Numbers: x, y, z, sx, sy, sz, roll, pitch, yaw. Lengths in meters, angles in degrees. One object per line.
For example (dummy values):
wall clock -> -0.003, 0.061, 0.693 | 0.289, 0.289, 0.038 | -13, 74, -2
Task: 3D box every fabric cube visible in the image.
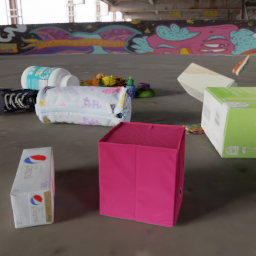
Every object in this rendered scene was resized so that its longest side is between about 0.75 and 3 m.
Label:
fabric cube -> 0.278, 0.651, 4.520 | 1.211, 1.207, 1.188 | 5, 17, 16

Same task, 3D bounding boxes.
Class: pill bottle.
pill bottle -> -3.377, -1.981, 12.372 | 2.467, 1.367, 1.367 | 10, 21, 27

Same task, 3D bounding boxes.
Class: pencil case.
pencil case -> -1.285, -0.640, 8.548 | 2.881, 1.197, 1.307 | 4, 38, 11

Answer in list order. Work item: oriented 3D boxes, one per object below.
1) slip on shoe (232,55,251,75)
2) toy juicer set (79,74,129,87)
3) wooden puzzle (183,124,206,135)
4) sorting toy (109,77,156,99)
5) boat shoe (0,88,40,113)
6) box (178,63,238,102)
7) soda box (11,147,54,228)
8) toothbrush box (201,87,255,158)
slip on shoe -> 3.826, -2.134, 9.398 | 0.271, 0.328, 0.885 | 32, 73, 39
toy juicer set -> -1.057, -2.274, 13.300 | 2.933, 0.798, 1.866 | -15, 3, -37
wooden puzzle -> 2.081, 0.031, 8.255 | 1.168, 0.082, 0.693 | -6, 19, -18
sorting toy -> 0.152, -1.952, 12.935 | 2.312, 0.949, 1.389 | 1, 18, 1
boat shoe -> -4.066, -1.029, 10.016 | 1.197, 0.964, 2.581 | 4, 16, 37
box -> 2.972, -1.464, 10.270 | 1.092, 0.894, 2.300 | 41, 3, -38
soda box -> -1.547, 0.901, 4.751 | 0.552, 0.590, 1.733 | -4, 18, -12
toothbrush box -> 3.571, -0.227, 7.059 | 2.932, 1.262, 2.135 | 2, 21, 1
